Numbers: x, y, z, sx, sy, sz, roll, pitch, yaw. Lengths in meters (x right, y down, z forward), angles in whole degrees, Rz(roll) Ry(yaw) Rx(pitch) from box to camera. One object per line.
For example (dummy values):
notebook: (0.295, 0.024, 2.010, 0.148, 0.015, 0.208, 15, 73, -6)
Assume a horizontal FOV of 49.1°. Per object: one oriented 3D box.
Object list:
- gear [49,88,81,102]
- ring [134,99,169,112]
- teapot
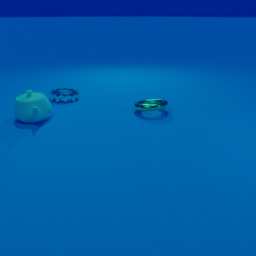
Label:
gear: (-2.361, -1.249, 10.571, 1.149, 0.212, 1.149, 3, 23, -1)
ring: (0.757, -0.760, 9.236, 1.152, 0.230, 1.152, -5, 15, 1)
teapot: (-2.904, -0.690, 8.499, 1.134, 0.893, 1.824, -14, 30, -22)
